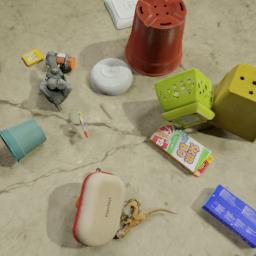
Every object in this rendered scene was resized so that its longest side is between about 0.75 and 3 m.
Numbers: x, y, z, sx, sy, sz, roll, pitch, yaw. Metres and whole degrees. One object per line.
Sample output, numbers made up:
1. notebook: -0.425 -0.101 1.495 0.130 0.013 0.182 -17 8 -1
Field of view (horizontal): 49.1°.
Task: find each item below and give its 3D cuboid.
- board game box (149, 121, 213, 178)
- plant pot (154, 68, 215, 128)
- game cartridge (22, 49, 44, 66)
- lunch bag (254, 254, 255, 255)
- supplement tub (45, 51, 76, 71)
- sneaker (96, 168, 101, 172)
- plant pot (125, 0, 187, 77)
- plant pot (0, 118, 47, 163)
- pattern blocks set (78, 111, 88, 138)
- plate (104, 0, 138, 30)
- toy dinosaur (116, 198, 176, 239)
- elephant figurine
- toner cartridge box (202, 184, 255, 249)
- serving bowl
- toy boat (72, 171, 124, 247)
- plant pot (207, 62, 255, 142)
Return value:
1. board game box: 2.101 0.786 10.932 2.366 0.355 1.130 39 70 15
2. plant pot: 2.253 -1.004 10.765 1.796 1.787 1.630 -18 66 34
3. game cartridge: -4.451 -3.319 13.121 0.817 0.133 0.720 -33 68 -14
4. lunch bag: 4.126 4.737 8.597 1.122 0.841 1.320 -40 79 -18
5. supplement tub: -3.028 -3.002 12.612 1.203 0.737 0.737 12 63 5
6. sneaker: -0.780 2.093 10.169 0.770 0.504 1.332 -4 77 -9
7. plant pot: 1.259 -4.085 11.996 2.738 2.663 2.738 1 67 -2
8. plant pot: -3.936 0.372 10.626 1.350 1.378 1.378 -34 68 -24
9. pattern blocks set: -1.785 -0.165 10.884 0.092 0.994 1.131 -16 20 -13
10. plate: 0.137 -6.227 14.484 2.264 0.366 2.259 -17 63 -9
11. toy dinosaur: 0.440 2.991 9.728 2.152 0.650 1.143 -29 89 -7
12. elephant figurine: -3.053 -2.002 11.779 1.472 1.342 1.897 -42 44 18
13. toner cartridge box: 3.741 3.024 9.683 2.112 0.456 1.003 38 68 17
14. serving bowl: -0.745 -2.391 12.369 1.908 0.628 1.908 0 62 0
15. toy boat: -1.189 2.652 9.426 1.570 1.567 2.402 -4 70 47
16. plant pot: 4.590 -1.187 10.990 2.250 1.985 2.250 25 65 12
